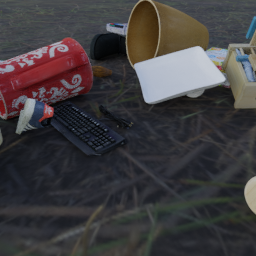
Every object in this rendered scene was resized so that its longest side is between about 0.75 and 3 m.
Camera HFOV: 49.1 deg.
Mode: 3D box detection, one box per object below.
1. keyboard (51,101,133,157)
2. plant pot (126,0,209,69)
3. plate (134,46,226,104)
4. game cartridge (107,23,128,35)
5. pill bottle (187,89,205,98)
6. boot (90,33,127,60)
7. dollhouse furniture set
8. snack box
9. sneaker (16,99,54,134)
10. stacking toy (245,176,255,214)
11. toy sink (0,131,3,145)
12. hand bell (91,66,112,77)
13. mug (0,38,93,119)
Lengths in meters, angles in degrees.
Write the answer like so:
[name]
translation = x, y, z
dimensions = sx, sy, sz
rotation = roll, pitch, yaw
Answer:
[keyboard]
translation = -0.956, -0.176, 7.144
dimensions = 1.656, 0.268, 2.606
rotation = -22, 38, -33
[plant pot]
translation = 1.690, -3.482, 10.876
dimensions = 2.734, 2.548, 2.548
rotation = -5, 30, -25
[plate]
translation = 1.432, -1.560, 8.353
dimensions = 2.236, 0.361, 2.232
rotation = -16, 40, 3
[game cartridge]
translation = 0.192, -4.518, 12.793
dimensions = 1.658, 0.491, 2.558
rotation = -4, 24, -27
[pill bottle]
translation = 2.075, -1.517, 8.997
dimensions = 0.697, 0.697, 1.198
rotation = 4, 31, 7
[boot]
translation = -0.144, -3.563, 12.286
dimensions = 2.284, 1.031, 2.787
rotation = 12, 30, 14
[dollhouse furniture set]
translation = 3.958, -2.042, 7.540
dimensions = 1.810, 2.583, 1.821
rotation = -1, 53, -2
[snack box]
translation = 3.433, -2.322, 10.403
dimensions = 1.758, 0.655, 2.472
rotation = 22, 38, 31
[sneaker]
translation = -2.118, -0.168, 6.390
dimensions = 0.654, 0.580, 1.547
rotation = 14, -20, -27
[stacking toy]
translation = 2.809, 0.911, 4.864
dimensions = 1.794, 0.766, 0.766
rotation = -18, 34, -37
[toy sink]
translation = -3.709, -0.153, 5.450
dimensions = 1.653, 1.923, 2.951
rotation = 2, 29, 4
[hand bell]
translation = -1.731, -2.072, 9.925
dimensions = 2.395, 1.247, 1.247
rotation = 1, 28, -24
[mug]
translation = -2.427, -1.504, 7.634
dimensions = 2.568, 2.280, 1.714
rotation = -29, 75, -33
